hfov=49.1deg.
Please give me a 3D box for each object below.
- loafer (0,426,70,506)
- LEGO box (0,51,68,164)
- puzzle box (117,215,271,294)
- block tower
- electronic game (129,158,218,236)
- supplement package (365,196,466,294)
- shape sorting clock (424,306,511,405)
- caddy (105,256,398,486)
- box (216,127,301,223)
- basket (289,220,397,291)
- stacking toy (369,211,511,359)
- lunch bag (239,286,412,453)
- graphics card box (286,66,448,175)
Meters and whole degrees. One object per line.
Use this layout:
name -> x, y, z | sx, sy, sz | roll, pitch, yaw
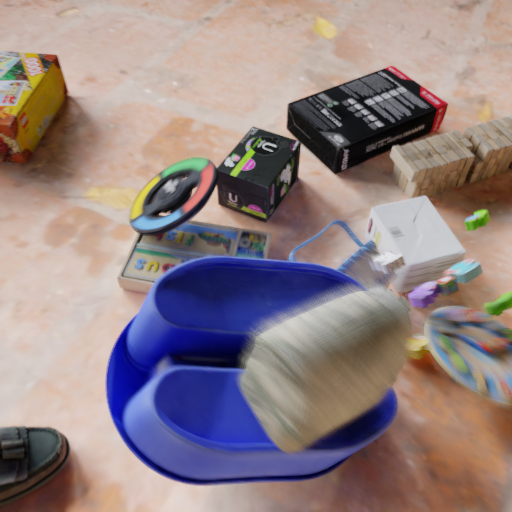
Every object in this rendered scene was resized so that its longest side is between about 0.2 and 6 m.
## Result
loafer -> -4.041, 2.944, 7.693 | 2.757, 0.867, 0.991 | -13, 51, -11
LEGO box -> -5.986, -3.535, 13.064 | 2.138, 1.108, 2.871 | 5, 50, 4
puzzle box -> -1.108, 0.080, 10.464 | 2.548, 0.324, 1.695 | 9, 52, 7
block tower -> 4.451, -2.116, 12.012 | 3.272, 0.946, 0.884 | -16, 51, -15
electronic game -> -1.568, -1.139, 10.527 | 1.941, 0.404, 1.941 | -21, 41, 19
supplement package -> 2.897, -0.223, 10.415 | 1.171, 0.834, 1.503 | -12, 50, -11
shape sorting clock -> 3.594, 1.496, 8.854 | 1.945, 0.382, 1.945 | 13, 34, -9
caddy -> -0.033, 1.651, 7.943 | 4.030, 2.115, 2.849 | 5, 59, -17
box -> 0.062, -1.702, 11.580 | 1.199, 1.003, 1.614 | 21, 52, 17
basket -> 1.510, 0.214, 9.804 | 1.378, 1.087, 1.562 | -34, 78, -28
stacking toy -> 3.102, 0.447, 9.199 | 2.291, 1.727, 0.538 | -26, 14, -12
lunch bag -> 0.834, 1.179, 6.405 | 1.782, 1.495, 1.242 | -20, 61, -28
graphics card box -> 2.534, -3.231, 13.007 | 3.190, 0.811, 2.001 | -25, 55, -21
